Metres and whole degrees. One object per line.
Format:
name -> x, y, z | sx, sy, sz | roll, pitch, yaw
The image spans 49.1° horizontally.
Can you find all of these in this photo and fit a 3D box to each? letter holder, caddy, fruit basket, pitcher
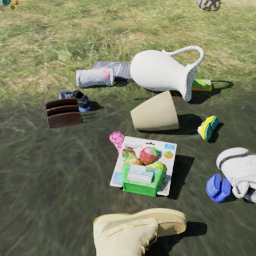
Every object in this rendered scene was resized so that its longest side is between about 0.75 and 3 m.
letter holder -> -2.367, -0.576, 10.251 | 1.190, 0.846, 0.598 | -10, 36, -14
caddy -> 2.409, 1.622, 7.511 | 0.550, 0.409, 0.778 | 31, 40, 2
fruit basket -> 0.470, 0.974, 7.863 | 1.599, 0.809, 1.727 | 9, 56, 12
pitcher -> 1.697, -2.651, 12.113 | 2.779, 1.685, 2.384 | 22, 81, 26

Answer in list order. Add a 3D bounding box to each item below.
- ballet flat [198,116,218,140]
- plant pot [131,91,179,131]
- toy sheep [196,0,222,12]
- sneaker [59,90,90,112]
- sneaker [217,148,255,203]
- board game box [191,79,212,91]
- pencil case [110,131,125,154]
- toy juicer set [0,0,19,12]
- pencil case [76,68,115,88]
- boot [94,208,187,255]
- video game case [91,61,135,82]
ballet flat -> 2.747, 0.012, 9.831 | 0.490, 0.489, 1.463 | -3, 26, 36
plant pot -> 0.889, -0.454, 9.859 | 1.467, 1.374, 1.374 | -16, 35, 6
toy sheep -> 2.488, -4.130, 8.856 | 0.808, 0.808, 1.173 | -24, 73, -30
sneaker -> -2.196, -1.284, 11.412 | 1.729, 0.674, 0.606 | 25, 43, 31
sneaker -> 3.915, 1.240, 7.563 | 2.683, 1.008, 1.542 | -5, 35, 2
board game box -> 2.930, -2.000, 12.832 | 1.694, 0.254, 0.809 | 7, 35, 5
pencil case -> -0.241, 0.527, 9.036 | 0.484, 0.469, 1.033 | -20, 37, -16
toy juicer set -> -3.746, -3.861, 8.652 | 0.758, 0.482, 0.206 | -23, 43, 6
pencil case -> -1.485, -2.285, 12.779 | 1.746, 0.792, 0.726 | -4, 24, -6
boot -> 0.320, 2.554, 5.829 | 2.117, 0.770, 1.645 | -3, 35, -3
video game case -> -0.511, -2.845, 14.030 | 2.682, 0.254, 1.916 | 4, 35, 6
